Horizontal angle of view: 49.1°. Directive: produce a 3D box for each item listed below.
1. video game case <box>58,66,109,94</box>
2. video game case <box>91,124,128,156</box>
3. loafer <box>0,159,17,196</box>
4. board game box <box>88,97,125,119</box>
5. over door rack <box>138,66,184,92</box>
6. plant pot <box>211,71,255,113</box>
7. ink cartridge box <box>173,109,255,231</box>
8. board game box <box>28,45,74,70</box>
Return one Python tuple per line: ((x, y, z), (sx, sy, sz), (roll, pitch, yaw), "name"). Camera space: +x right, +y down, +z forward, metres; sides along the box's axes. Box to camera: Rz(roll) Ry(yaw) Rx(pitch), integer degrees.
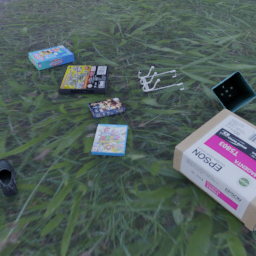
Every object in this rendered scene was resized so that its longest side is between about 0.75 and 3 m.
((-2.013, -2.311, 13.221), (2.123, 0.300, 2.350), (0, 38, 0), "video game case")
((-0.609, 0.389, 9.845), (1.108, 0.138, 1.549), (2, 38, 3), "video game case")
((-3.605, 1.359, 8.272), (0.503, 0.520, 1.481), (-18, 41, -22), "loafer")
((-0.868, -0.827, 11.349), (1.283, 0.222, 0.869), (-14, 40, -18), "board game box")
((1.511, -2.297, 12.937), (1.906, 0.635, 1.408), (-4, 39, -6), "over door rack")
((4.009, -1.403, 10.957), (1.159, 1.159, 1.640), (-36, 1, 14), "plant pot")
((3.069, 0.984, 7.869), (2.308, 1.052, 2.801), (-34, 53, -25), "ink cartridge box")
((-4.111, -3.801, 15.017), (1.997, 0.449, 1.519), (-21, 42, -25), "board game box")
